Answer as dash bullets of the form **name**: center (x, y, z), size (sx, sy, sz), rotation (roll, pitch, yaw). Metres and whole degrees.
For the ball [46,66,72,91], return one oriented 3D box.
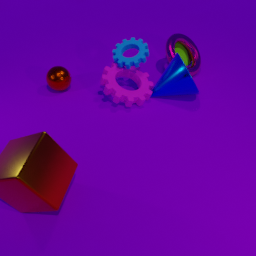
- **ball**: center (-2.480, -1.776, 10.047), size (0.898, 0.898, 0.898), rotation (0, 40, 0)

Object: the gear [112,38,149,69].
- **gear**: center (0.094, -2.613, 9.760), size (1.250, 0.231, 1.250), rotation (-5, 59, 9)

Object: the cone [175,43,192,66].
- **cone**: center (1.991, -3.185, 12.009), size (1.154, 1.154, 1.159), rotation (-26, 19, -27)

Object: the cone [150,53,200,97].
- **cone**: center (1.379, -1.481, 9.706), size (1.614, 1.608, 1.608), rotation (-29, 38, 14)

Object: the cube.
- **cube**: center (-2.059, 0.980, 6.047), size (1.208, 1.208, 1.208), rotation (-13, 41, 31)

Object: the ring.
- **ring**: center (2.181, -2.859, 10.956), size (1.790, 1.790, 0.358), rotation (-38, 9, -37)

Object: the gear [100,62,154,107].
- **gear**: center (-0.029, -1.541, 9.672), size (1.808, 0.334, 1.808), rotation (10, 53, -14)
